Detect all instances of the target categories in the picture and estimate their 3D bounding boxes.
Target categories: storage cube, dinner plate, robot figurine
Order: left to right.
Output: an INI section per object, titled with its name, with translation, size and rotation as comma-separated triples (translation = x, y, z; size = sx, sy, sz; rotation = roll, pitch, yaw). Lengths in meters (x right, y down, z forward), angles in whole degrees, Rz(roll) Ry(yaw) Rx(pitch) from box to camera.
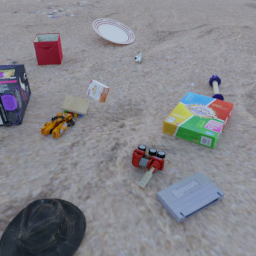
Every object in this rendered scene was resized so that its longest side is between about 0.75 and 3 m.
[storage cube]
translation = -4.466, -4.467, 15.846
size = 1.320, 1.389, 1.545
rotation = -4, 36, -5
[robot figurine]
translation = -2.693, -0.164, 10.887
size = 1.029, 0.413, 1.419
rotation = 13, 39, 14
[dinner plate]
translation = -0.967, -6.406, 18.763
size = 2.928, 0.355, 2.928
rotation = 13, 45, -13

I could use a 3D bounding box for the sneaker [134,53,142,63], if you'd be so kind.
[sneaker]
translation = 0.593, -4.102, 16.207
size = 0.435, 0.364, 0.982
rotation = 3, 36, 1

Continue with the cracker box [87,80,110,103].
[cracker box]
translation = -1.075, -1.322, 10.028
size = 0.834, 0.559, 0.241
rotation = 32, 20, 37

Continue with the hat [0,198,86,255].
[hat]
translation = -2.167, 2.439, 6.987
size = 2.300, 0.928, 2.300
rotation = 1, 37, -1

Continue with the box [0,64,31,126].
[box]
translation = -5.012, -1.411, 11.593
size = 1.348, 1.554, 2.542
rotation = -4, 37, -5

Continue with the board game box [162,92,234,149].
[board game box]
translation = 2.832, -0.418, 11.126
size = 2.022, 0.533, 2.642
rotation = 19, 41, 23

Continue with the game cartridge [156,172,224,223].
[game cartridge]
translation = 1.799, 1.963, 8.159
size = 1.688, 0.324, 1.094
rotation = -19, 37, -24

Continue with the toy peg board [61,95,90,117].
[toy peg board]
translation = -2.237, -0.820, 11.819
size = 1.028, 0.505, 1.032
rotation = 14, 36, -7

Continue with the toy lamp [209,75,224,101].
[toy lamp]
translation = 4.108, -1.868, 13.050
size = 0.607, 0.607, 2.087
rotation = 5, 38, 6

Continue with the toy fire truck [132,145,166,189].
[toy fire truck]
translation = 0.536, 1.219, 8.905
size = 1.052, 0.769, 1.195
rotation = 17, 30, 21
